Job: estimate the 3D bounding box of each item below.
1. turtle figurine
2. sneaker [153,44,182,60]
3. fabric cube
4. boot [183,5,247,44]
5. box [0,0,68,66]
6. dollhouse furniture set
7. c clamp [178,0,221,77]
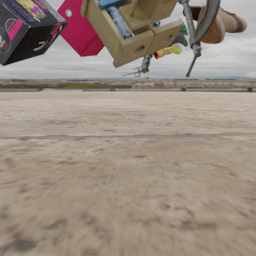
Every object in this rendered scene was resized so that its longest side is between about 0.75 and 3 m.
[{"bbox_3d":[0.697,-2.601,9.225,2.505,1.261,1.875,-25,2,7],"label":"turtle figurine"},{"bbox_3d":[1.349,-3.144,11.342,1.808,0.816,0.707,7,7,-24],"label":"sneaker"},{"bbox_3d":[-1.575,-3.936,10.677,1.696,1.724,1.729,-43,1,21],"label":"fabric cube"},{"bbox_3d":[3.023,-3.366,9.047,1.933,0.929,2.644,1,43,-22],"label":"boot"},{"bbox_3d":[-2.824,-2.705,7.552,1.359,1.179,2.223,-42,8,25],"label":"box"},{"bbox_3d":[0.258,-2.670,5.481,1.605,1.614,2.290,-27,-11,-22],"label":"dollhouse furniture set"},{"bbox_3d":[1.681,-3.009,7.209,0.352,2.600,2.222,2,-23,-11],"label":"c clamp"}]
